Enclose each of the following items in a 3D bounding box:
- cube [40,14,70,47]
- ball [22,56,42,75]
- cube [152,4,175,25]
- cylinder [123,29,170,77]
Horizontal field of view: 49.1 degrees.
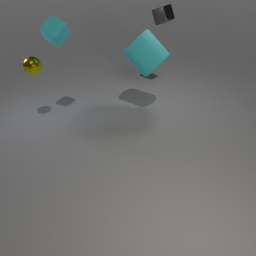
[{"bbox_3d":[-2.650,-3.528,10.213,0.700,0.700,0.700,32,80,6],"label":"cube"},{"bbox_3d":[-3.621,-2.352,10.583,0.700,0.700,0.700,0,32,0],"label":"ball"},{"bbox_3d":[1.662,-5.328,13.179,0.700,0.700,0.700,1,28,45],"label":"cube"},{"bbox_3d":[0.768,-3.105,11.701,1.400,1.400,1.400,47,37,-8],"label":"cylinder"}]
